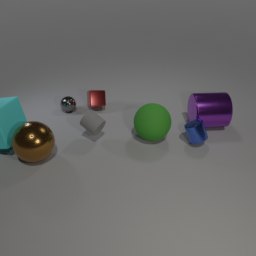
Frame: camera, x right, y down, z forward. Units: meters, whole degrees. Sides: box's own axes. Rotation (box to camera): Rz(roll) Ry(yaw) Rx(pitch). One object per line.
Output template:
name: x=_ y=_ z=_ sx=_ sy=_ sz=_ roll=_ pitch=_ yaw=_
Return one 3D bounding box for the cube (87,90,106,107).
cube: x=-1.429 y=-1.329 z=12.592 sx=0.700 sy=0.700 sz=0.700 roll=-4 pitch=5 yaw=-19

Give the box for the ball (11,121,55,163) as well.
ball: x=-3.186 y=0.463 z=9.460 sx=1.400 sy=1.400 sz=1.400 roll=0 pitch=33 yaw=0

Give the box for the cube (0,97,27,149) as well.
cube: x=-4.644 y=-0.175 z=9.971 sx=1.400 sy=1.400 sz=1.400 roll=-3 pitch=27 yaw=17

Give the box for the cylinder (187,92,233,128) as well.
cylinder: x=3.245 y=-0.714 z=11.243 sx=1.400 sy=1.400 sz=1.400 roll=-2 pitch=33 yaw=-3

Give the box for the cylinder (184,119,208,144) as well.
cylinder: x=2.497 y=0.131 z=10.274 sx=0.700 sy=0.700 sz=0.700 roll=-21 pitch=16 yaw=6

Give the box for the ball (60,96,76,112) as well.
ball: x=-2.656 y=-1.064 z=12.456 sx=0.700 sy=0.700 sz=0.700 roll=0 pitch=33 yaw=0

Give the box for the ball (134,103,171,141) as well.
ball: x=0.910 y=-0.229 z=10.435 sx=1.400 sy=1.400 sz=1.400 roll=0 pitch=33 yaw=0

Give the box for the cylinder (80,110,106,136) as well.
cylinder: x=-1.301 y=-0.195 z=10.380 sx=0.700 sy=0.700 sz=0.700 roll=38 pitch=43 yaw=10
